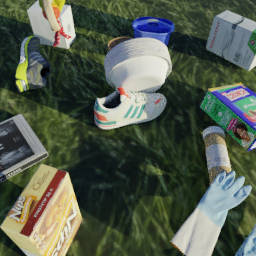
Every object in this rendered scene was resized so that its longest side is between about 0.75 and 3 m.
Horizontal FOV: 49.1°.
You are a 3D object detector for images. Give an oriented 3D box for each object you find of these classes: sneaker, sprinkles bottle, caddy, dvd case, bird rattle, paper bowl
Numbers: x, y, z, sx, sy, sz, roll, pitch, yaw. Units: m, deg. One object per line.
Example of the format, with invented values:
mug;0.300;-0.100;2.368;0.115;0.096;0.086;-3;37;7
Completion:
sneaker;-3.815;-2.665;11.642;1.205;1.100;2.978;0;57;-8
sneaker;0.122;-0.867;9.852;2.790;1.304;0.982;-15;52;-12
sprinkles bottle;2.795;0.907;8.778;0.690;0.690;2.023;3;51;2
caddy;1.171;-4.622;13.156;1.975;1.037;1.396;10;50;8
dvd case;-4.348;0.848;9.054;2.853;0.353;2.144;-29;56;-23
bird rattle;-1.972;-2.866;7.219;0.780;1.129;1.385;-6;88;2
paper bowl;0.398;-2.022;10.127;2.402;2.402;1.249;-9;70;-7

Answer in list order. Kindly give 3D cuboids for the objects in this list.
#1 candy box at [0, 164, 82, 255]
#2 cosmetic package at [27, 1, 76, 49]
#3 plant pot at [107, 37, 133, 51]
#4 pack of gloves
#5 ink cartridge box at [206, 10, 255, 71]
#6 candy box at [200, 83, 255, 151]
candy box;-1.819;2.178;6.487;0.714;2.583;1.491;16;52;13
cosmetic package;-3.444;-4.710;12.811;1.657;1.652;1.019;12;52;9
plant pot;-0.259;-3.515;12.486;1.257;0.580;1.257;-4;46;4
pack of gloves;2.828;2.721;7.411;2.416;0.568;2.876;40;65;11
ink cartridge box;4.700;-3.783;12.040;0.946;1.669;2.277;-35;59;-29
candy box;3.945;-0.494;9.547;1.935;0.882;2.289;-15;49;-33
